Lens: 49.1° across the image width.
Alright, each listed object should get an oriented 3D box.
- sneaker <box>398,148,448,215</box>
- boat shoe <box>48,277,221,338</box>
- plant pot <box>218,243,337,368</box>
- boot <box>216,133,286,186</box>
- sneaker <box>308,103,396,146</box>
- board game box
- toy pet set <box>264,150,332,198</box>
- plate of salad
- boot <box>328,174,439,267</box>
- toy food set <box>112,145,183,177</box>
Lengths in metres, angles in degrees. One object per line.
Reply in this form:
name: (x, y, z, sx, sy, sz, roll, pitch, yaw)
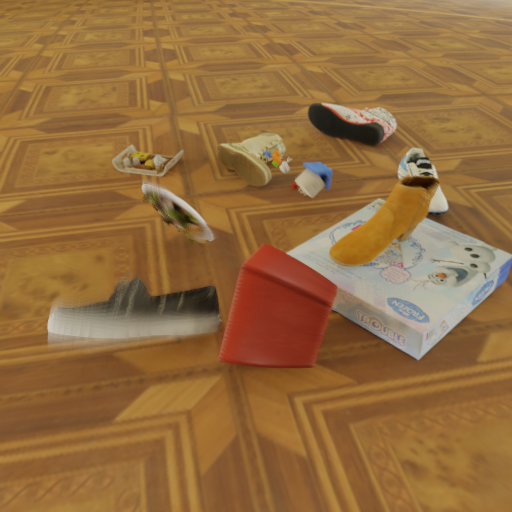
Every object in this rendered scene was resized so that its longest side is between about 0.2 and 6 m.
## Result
sneaker: (4.043, -1.819, 13.677, 0.912, 0.920, 2.539, 0, 36, -2)
boat shoe: (-1.879, 0.812, 9.078, 2.800, 0.928, 0.979, 2, -2, -22)
plant pot: (0.438, 0.890, 8.863, 1.409, 1.598, 1.599, 17, 16, 8)
boot: (0.167, -2.639, 14.988, 1.693, 0.793, 2.179, -22, 36, -27)
sneaker: (2.960, -4.145, 17.115, 2.602, 0.869, 1.395, 27, 41, 28)
board game box: (2.694, 0.229, 10.856, 3.143, 0.685, 3.158, -28, 43, -35)
toy pet set: (1.124, -2.082, 13.399, 0.764, 1.438, 1.342, -46, 42, 1)
plate of salad: (-1.677, -0.811, 11.574, 1.812, 1.812, 0.435, 27, 74, 33)
boot: (2.318, -0.713, 10.187, 2.123, 1.520, 0.747, -21, 54, -27)
toy food set: (-2.938, -2.689, 15.298, 1.608, 0.486, 1.154, 10, 36, 14)
